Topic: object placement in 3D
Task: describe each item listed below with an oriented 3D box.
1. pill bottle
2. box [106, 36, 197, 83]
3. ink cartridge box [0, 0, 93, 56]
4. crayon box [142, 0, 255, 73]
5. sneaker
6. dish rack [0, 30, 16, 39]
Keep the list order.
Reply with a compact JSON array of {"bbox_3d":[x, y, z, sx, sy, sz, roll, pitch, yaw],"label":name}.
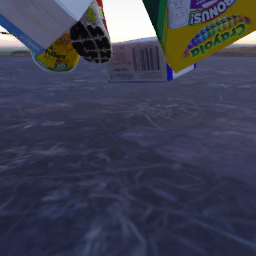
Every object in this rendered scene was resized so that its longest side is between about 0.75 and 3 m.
[{"bbox_3d":[-1.927,-2.969,8.248,1.531,1.531,2.716,-11,-23,-31],"label":"pill bottle"},{"bbox_3d":[0.808,-2.310,9.107,2.191,1.250,2.383,6,24,34],"label":"box"},{"bbox_3d":[-1.362,-2.271,4.797,1.769,1.108,1.137,-12,46,48],"label":"ink cartridge box"},{"bbox_3d":[1.529,-2.442,5.701,2.124,1.833,0.619,-27,34,6],"label":"crayon box"},{"bbox_3d":[-0.867,-2.791,6.820,1.073,2.787,1.183,8,57,12],"label":"sneaker"},{"bbox_3d":[-3.845,-3.171,9.456,0.968,0.264,0.743,17,18,-5],"label":"dish rack"}]
